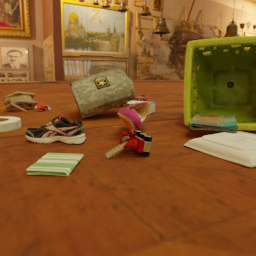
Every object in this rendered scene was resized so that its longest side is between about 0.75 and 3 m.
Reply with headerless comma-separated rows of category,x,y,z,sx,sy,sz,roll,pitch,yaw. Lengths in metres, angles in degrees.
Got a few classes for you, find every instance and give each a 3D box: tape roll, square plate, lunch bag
tape roll,-4.511,-0.131,9.613,1.613,0.295,1.613,-1,12,0
square plate,2.843,0.418,7.066,2.056,0.292,2.037,-7,14,-31
lunch bag,-1.140,-1.509,12.011,2.359,1.691,2.877,-19,17,-11

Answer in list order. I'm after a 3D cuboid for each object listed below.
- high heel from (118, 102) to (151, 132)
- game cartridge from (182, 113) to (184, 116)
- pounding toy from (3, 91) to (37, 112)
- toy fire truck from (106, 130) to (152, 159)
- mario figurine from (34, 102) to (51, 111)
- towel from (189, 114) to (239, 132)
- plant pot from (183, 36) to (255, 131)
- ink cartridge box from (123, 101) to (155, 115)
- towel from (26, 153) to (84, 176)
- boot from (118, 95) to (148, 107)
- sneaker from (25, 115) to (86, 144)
high heel,0.353,-0.483,8.648,1.134,0.796,2.365,-39,-3,-1
game cartridge,2.978,-0.670,12.310,0.856,0.267,1.286,12,16,29
pounding toy,-5.303,-1.067,13.587,1.097,1.101,1.919,-25,-12,30
toy fire truck,-0.043,0.401,6.680,0.996,0.641,0.876,6,9,-22
mario figurine,-4.144,-0.948,13.607,0.571,0.491,0.926,-35,-3,7
towel,2.675,-0.207,8.777,1.386,0.205,1.890,3,14,17
plant pot,3.741,-1.519,10.138,2.961,2.976,2.700,4,6,22
ink cartridge box,0.506,-0.920,12.729,1.210,0.510,0.875,8,17,34
towel,-1.496,0.748,5.900,0.891,0.137,1.168,1,11,4
boot,0.228,-1.532,15.176,1.555,0.781,2.156,6,10,19
sneaker,-2.013,0.007,7.884,1.729,0.746,0.694,1,11,6
